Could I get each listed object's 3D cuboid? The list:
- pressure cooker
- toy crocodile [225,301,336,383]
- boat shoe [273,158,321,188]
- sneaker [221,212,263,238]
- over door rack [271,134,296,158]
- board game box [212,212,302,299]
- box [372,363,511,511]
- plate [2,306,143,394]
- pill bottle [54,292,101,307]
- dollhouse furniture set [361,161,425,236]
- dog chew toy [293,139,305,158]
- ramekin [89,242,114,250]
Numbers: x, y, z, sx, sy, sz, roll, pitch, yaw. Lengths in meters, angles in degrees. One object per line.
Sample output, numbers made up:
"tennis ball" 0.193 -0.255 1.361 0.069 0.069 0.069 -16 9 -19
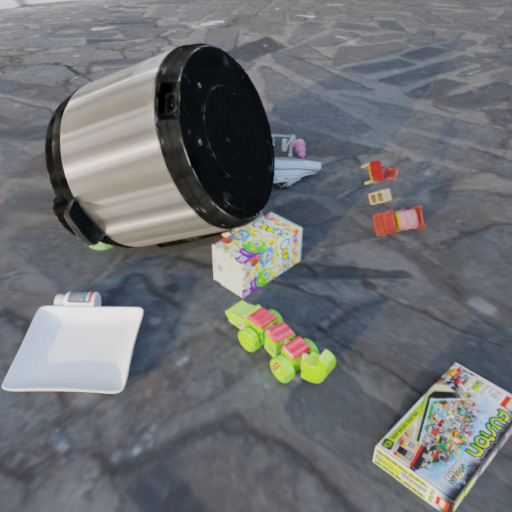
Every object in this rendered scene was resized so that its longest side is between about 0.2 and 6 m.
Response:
"pressure cooker" -2.004 -1.950 10.866 3.929 3.510 3.456 -9 -3 30
"toy crocodile" 0.337 1.329 9.006 0.740 0.677 2.193 -27 44 -30
"boat shoe" 0.652 -2.041 13.798 2.135 0.713 0.785 -3 16 -30
"sneaker" -0.453 -1.188 12.279 1.001 1.056 2.571 -11 38 -15
"over door rack" 0.285 -2.961 15.056 1.342 0.605 1.816 6 17 11
"board game box" 0.042 -0.043 10.819 0.844 0.860 1.639 29 46 34
"box" 2.711 2.435 7.739 1.170 0.369 2.126 29 44 35
"plate" -2.857 1.526 9.047 1.830 0.296 1.834 0 38 1
"pill bottle" -3.165 0.852 9.925 0.725 0.434 0.434 2 35 2
"dollhouse furniture set" 2.901 -1.258 11.844 0.860 1.598 0.650 -13 1 -27
"dog chew toy" 1.194 -2.899 15.189 0.318 0.510 0.318 -13 -4 -1
"ramekin" -3.246 -0.432 11.812 0.731 0.357 0.731 0 35 0
